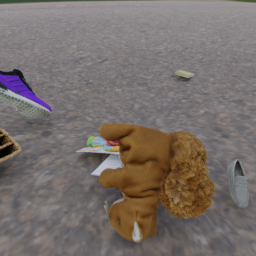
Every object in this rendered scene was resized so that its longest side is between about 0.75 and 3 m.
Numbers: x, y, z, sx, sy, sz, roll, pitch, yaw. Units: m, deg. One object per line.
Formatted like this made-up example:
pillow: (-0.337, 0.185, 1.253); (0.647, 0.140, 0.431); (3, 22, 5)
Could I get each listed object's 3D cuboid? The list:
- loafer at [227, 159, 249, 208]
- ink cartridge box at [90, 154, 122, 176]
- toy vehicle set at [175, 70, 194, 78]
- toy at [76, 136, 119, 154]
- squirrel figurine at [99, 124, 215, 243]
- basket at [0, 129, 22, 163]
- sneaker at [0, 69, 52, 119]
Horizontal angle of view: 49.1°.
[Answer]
loafer: (2.117, 1.037, 5.354); (0.336, 0.335, 0.961); (7, 49, -7)
ink cartridge box: (0.138, 0.856, 5.976); (1.409, 0.309, 1.422); (4, 20, 21)
toy vehicle set: (2.387, -2.272, 11.751); (0.574, 0.122, 0.923); (23, 23, 21)
toy: (-0.249, 0.283, 6.494); (1.882, 0.444, 1.084); (-6, 9, 42)
squirrel figurine: (0.441, 0.949, 4.536); (1.876, 1.751, 1.327); (1, -16, 17)
basket: (-3.054, 0.436, 5.996); (0.851, 0.815, 1.142); (-17, 9, 41)
sneaker: (-3.025, -1.086, 7.841); (0.748, 2.151, 1.070); (-23, 50, 41)
